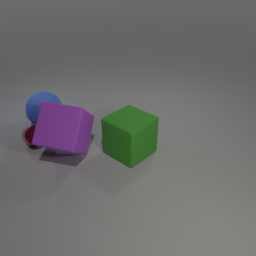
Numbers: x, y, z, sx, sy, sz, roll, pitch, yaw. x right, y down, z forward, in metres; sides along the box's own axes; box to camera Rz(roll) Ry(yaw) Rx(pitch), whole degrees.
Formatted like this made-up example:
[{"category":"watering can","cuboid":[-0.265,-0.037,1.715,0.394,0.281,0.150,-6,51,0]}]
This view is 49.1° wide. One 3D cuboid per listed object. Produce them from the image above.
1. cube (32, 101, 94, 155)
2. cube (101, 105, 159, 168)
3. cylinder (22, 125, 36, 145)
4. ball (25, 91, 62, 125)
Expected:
[{"category":"cube","cuboid":[-2.071,0.038,9.220,1.400,1.400,1.400,10,-7,10]},{"category":"cube","cuboid":[0.072,0.243,9.671,1.400,1.400,1.400,26,40,34]},{"category":"cylinder","cuboid":[-3.416,0.252,10.109,0.700,0.700,0.700,-19,8,-28]},{"category":"ball","cuboid":[-3.263,-0.723,10.940,1.400,1.400,1.400,0,32,0]}]
